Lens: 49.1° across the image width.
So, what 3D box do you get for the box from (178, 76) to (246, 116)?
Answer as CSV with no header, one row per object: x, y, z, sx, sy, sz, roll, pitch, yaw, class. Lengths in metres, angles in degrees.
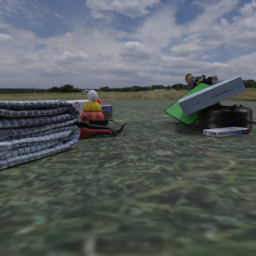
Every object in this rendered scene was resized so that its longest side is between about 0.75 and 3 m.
3.070,-1.228,10.837,2.217,0.586,2.844,-23,4,11,box

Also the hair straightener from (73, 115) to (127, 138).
-1.144,-0.148,8.627,2.280,0.466,0.877,-3,48,-21,hair straightener

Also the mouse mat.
3.047,-1.143,12.578,2.462,0.093,1.981,-38,34,-9,mouse mat

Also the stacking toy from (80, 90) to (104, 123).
-1.218,-0.533,9.320,1.046,1.431,1.046,-1,7,0,stacking toy

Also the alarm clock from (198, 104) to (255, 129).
3.744,-0.468,11.112,1.969,0.972,2.919,0,4,3,alarm clock

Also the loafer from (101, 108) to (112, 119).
-1.710,-0.795,14.707,1.786,0.622,0.671,-2,7,-19,loafer

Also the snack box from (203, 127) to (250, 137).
3.206,0.119,9.086,1.561,0.190,0.561,-4,8,-30,snack box

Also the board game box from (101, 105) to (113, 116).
-1.474,-1.097,17.313,0.956,0.580,1.199,-1,8,-9,board game box

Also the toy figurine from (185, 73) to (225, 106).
3.979,-1.678,14.778,2.377,2.340,1.654,-5,23,-27,toy figurine

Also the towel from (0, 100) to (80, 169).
-2.759,-0.035,6.184,2.339,1.209,2.825,3,8,26,towel

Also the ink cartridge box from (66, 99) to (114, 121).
-2.150,-0.582,11.019,2.938,0.988,1.707,-6,9,-23,ink cartridge box
